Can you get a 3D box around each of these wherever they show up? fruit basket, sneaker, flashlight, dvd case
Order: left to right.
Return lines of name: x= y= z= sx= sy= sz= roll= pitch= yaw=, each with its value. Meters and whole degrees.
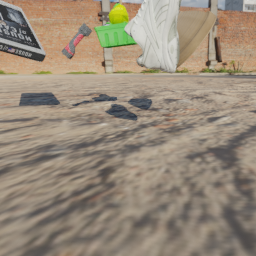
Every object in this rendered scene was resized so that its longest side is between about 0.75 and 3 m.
dvd case: x=-3.718 y=-3.018 z=8.003 sx=2.059 sy=0.339 sz=2.739 roll=6 pitch=41 yaw=-46
flashlight: x=-1.320 y=-2.240 z=7.302 sx=0.325 sy=0.959 sz=0.326 roll=34 pitch=17 yaw=-44
fruit basket: x=-0.286 y=-3.078 z=8.296 sx=1.377 sy=1.377 sz=0.993 roll=3 pitch=13 yaw=13
sneaker: x=0.402 y=-1.890 z=4.770 sx=0.982 sy=1.977 sz=0.770 roll=3 pitch=26 yaw=11

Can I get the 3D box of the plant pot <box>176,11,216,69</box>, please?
plant pot: x=1.370 y=-2.417 z=7.263 sx=0.808 sy=1.751 sz=1.751 roll=37 pitch=8 yaw=-11
